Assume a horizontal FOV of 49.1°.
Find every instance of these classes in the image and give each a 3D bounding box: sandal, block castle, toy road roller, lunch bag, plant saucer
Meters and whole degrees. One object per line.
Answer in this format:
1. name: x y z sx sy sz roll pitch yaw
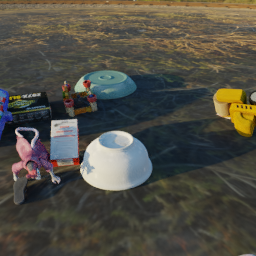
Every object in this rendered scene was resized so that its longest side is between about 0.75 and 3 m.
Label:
1. sandal: -2.610 1.530 6.798 0.325 0.183 0.854 -10 39 -3
2. block castle: -1.934 -1.290 10.998 1.229 0.863 1.840 -13 33 -8
3. toy road roller: 3.677 -0.483 9.296 1.784 1.096 1.302 11 63 32
4. lunch bag: -5.209 -0.453 8.778 2.978 1.401 2.242 0 44 -11
5. plant saucer: -1.041 -2.127 13.030 2.889 0.519 2.889 0 30 0

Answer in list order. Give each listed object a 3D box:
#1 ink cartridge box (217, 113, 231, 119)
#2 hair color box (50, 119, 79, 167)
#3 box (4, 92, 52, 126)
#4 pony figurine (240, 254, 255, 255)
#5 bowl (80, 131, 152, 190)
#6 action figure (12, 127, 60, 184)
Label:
1. ink cartridge box: 3.667 -0.529 10.452 0.455 0.210 0.834 22 39 33
2. hair color box: -1.802 0.409 8.037 0.758 0.437 1.367 -4 54 -7
3. box: -4.044 -0.750 10.553 2.106 0.520 1.682 -10 29 -17
4. pony figurine: 2.331 2.252 4.004 1.988 2.059 1.715 -24 41 -9
5. bowl: -0.323 0.689 7.546 1.999 0.898 1.999 -1 29 0
6. action figure: -2.347 0.763 7.166 1.136 1.263 1.696 -2 14 -16
